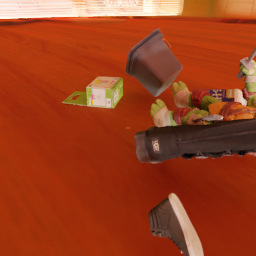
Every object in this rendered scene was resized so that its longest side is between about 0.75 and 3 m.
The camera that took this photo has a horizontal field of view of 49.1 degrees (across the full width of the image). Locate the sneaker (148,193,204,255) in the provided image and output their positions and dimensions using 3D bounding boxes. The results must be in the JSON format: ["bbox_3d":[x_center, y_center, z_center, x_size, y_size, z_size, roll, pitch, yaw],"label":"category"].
[{"bbox_3d":[0.610,1.432,3.713,0.355,0.498,1.005,25,37,-56],"label":"sneaker"}]

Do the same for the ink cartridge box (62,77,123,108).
[{"bbox_3d":[-1.231,-1.317,9.867,1.862,0.705,1.376,6,27,10],"label":"ink cartridge box"}]

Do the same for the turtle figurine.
[{"bbox_3d":[1.829,-0.749,6.177,2.959,2.130,2.869,26,-10,-40],"label":"turtle figurine"}]

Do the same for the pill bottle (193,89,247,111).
[{"bbox_3d":[2.717,-0.590,7.829,1.667,0.998,0.998,0,25,20],"label":"pill bottle"}]

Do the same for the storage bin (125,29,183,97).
[{"bbox_3d":[0.969,-2.067,9.399,1.552,1.432,2.132,-40,-4,-9],"label":"storage bin"}]

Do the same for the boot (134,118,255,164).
[{"bbox_3d":[1.543,0.181,5.346,2.416,0.793,1.991,-11,1,17],"label":"boot"}]
